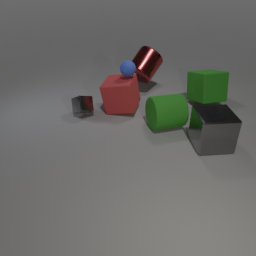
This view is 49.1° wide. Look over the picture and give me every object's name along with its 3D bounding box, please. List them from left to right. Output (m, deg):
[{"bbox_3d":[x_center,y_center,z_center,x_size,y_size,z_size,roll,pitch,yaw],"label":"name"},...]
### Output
[{"bbox_3d":[-2.053,-1.049,12.658,0.700,0.700,0.700,-3,-4,-44],"label":"cube"},{"bbox_3d":[-0.323,-1.593,12.982,1.400,1.400,1.400,-1,33,17],"label":"cube"},{"bbox_3d":[-0.004,-2.619,12.341,0.700,0.700,0.700,0,31,0],"label":"ball"},{"bbox_3d":[0.898,-3.326,14.748,1.400,1.400,1.400,27,78,37],"label":"cylinder"},{"bbox_3d":[1.598,-0.675,11.698,1.400,1.400,1.400,-8,32,-15],"label":"cylinder"},{"bbox_3d":[3.817,-2.025,13.531,1.400,1.400,1.400,-8,18,-21],"label":"cube"},{"bbox_3d":[3.190,0.048,10.517,1.400,1.400,1.400,-2,31,-5],"label":"cube"}]
